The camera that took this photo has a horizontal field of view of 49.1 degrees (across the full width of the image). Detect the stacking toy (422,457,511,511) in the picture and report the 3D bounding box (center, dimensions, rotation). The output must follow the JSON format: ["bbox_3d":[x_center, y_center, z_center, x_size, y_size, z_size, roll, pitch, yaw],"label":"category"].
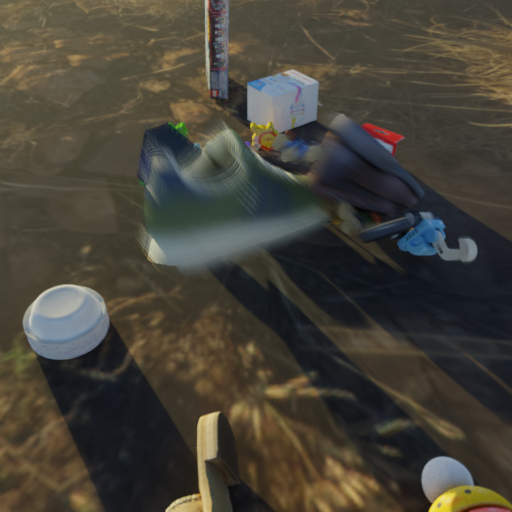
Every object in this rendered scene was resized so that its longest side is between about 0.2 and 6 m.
[{"bbox_3d":[2.137,2.827,5.423,1.595,1.595,2.183,-6,23,-7],"label":"stacking toy"}]

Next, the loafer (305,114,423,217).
[{"bbox_3d":[1.639,-1.152,8.590,1.224,1.072,3.405,46,14,23],"label":"loafer"}]

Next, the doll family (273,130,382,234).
[{"bbox_3d":[1.274,-1.272,9.766,1.467,0.996,2.538,-9,73,-56],"label":"doll family"}]

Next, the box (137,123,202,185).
[{"bbox_3d":[-1.331,-1.426,9.776,1.497,1.057,0.590,41,44,18],"label":"box"}]

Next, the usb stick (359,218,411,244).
[{"bbox_3d":[1.429,-0.283,6.178,0.647,0.105,0.179,-17,61,-24],"label":"usb stick"}]

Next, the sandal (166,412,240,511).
[{"bbox_3d":[-0.656,2.825,5.723,0.856,0.954,2.603,-19,34,9],"label":"sandal"}]

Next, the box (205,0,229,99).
[{"bbox_3d":[-0.987,-5.461,13.969,0.507,2.543,1.741,-2,41,-7],"label":"box"}]

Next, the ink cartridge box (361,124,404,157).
[{"bbox_3d":[2.145,-2.036,11.457,1.008,0.583,1.735,30,49,31],"label":"ink cartridge box"}]

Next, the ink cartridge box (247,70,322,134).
[{"bbox_3d":[0.689,-3.604,13.006,1.535,0.961,0.987,-26,47,-27],"label":"ink cartridge box"}]

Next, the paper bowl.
[{"bbox_3d":[-2.740,0.870,8.046,1.151,0.599,1.151,-1,40,1],"label":"paper bowl"}]

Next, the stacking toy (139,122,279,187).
[{"bbox_3d":[-0.894,-2.008,11.476,2.732,0.642,2.060,0,39,4],"label":"stacking toy"}]

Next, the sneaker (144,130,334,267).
[{"bbox_3d":[-0.110,-1.000,7.662,3.273,1.469,1.098,-21,24,-39],"label":"sneaker"}]

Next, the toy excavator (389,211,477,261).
[{"bbox_3d":[2.874,-0.228,9.059,0.596,1.161,1.194,-2,59,-35],"label":"toy excavator"}]
